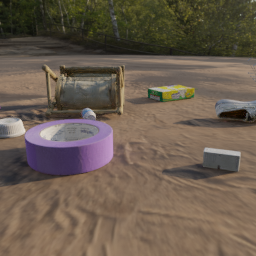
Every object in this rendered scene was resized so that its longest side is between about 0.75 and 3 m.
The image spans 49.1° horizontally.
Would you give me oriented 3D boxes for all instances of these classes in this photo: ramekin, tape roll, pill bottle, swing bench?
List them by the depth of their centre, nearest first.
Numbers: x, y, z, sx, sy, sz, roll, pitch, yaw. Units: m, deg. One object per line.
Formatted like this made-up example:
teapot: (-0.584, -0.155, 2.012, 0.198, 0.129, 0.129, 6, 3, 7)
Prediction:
tape roll: (-1.461, 0.397, 7.134, 2.157, 0.708, 2.157, 1, 19, 0)
ramekin: (-3.769, -0.022, 8.855, 0.932, 0.434, 0.932, -1, 18, 0)
pill bottle: (-1.417, -0.433, 10.140, 0.429, 0.429, 0.788, -6, 19, -18)
swing bench: (-1.658, -1.672, 11.736, 2.964, 1.933, 2.980, 0, 13, 1)

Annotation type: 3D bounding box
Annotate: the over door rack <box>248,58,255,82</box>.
over door rack: (4.631, -2.061, 10.345, 0.294, 0.882, 0.652, -22, 30, 16)

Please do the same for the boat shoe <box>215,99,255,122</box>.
boat shoe: (4.356, -0.539, 10.181, 2.279, 0.808, 0.796, 6, 46, 8)

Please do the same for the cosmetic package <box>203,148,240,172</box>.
cosmetic package: (2.190, 0.737, 6.573, 0.812, 0.413, 0.300, 5, 19, 20)

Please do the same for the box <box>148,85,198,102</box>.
box: (2.290, -1.797, 14.185, 2.288, 0.553, 1.343, -12, 21, -26)
